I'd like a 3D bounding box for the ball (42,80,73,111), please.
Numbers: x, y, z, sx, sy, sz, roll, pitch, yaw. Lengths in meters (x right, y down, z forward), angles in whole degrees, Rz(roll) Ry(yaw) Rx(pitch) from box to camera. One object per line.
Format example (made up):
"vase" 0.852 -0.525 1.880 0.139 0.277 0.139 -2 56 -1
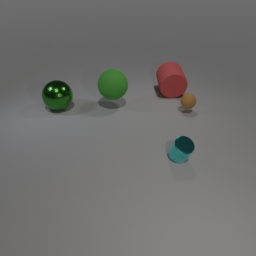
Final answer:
"ball" -3.249 -1.498 12.904 1.400 1.400 1.400 0 30 0

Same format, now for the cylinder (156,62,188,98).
"cylinder" 2.234 -2.485 14.429 1.400 1.400 1.400 -2 38 -3

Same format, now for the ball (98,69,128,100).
"ball" -0.694 -1.991 12.855 1.400 1.400 1.400 0 30 0

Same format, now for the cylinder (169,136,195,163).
"cylinder" 1.809 0.732 9.501 0.700 0.700 0.700 6 57 -9

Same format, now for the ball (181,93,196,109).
"ball" 2.737 -1.218 12.664 0.700 0.700 0.700 0 30 0
